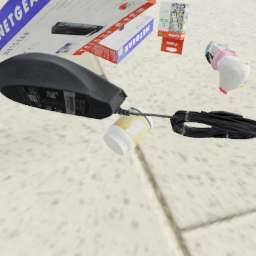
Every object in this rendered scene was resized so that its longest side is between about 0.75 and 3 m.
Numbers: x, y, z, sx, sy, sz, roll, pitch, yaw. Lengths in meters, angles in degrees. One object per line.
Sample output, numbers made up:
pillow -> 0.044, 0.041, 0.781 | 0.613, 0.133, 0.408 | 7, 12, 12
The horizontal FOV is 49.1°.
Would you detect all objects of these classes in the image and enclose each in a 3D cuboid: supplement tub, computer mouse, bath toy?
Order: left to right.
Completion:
supplement tub -> 0.001, 0.048, 4.851 | 0.560, 0.560, 0.776 | 30, 63, 31
computer mouse -> 0.086, -0.299, 2.752 | 2.664, 0.781, 0.453 | 11, 74, -10
bath toy -> 2.330, -1.427, 6.600 | 0.959, 0.815, 2.206 | 13, 28, 2

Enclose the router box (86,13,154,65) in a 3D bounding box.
router box -> -0.499, -2.920, 8.356 | 1.817, 0.494, 2.024 | 27, 56, 20

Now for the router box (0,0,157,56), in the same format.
router box -> -1.140, -2.264, 5.643 | 2.601, 0.635, 2.335 | -19, 0, 41

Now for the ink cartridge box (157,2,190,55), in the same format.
ink cartridge box -> 1.107, -2.495, 7.063 | 0.672, 1.232, 0.310 | 19, 29, 27
